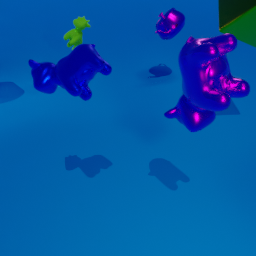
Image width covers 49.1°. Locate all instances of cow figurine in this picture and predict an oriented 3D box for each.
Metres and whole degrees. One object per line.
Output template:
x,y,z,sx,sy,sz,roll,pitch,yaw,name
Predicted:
-0.938,-0.910,4.309,1.101,1.119,0.614,45,10,19,cow figurine
-1.786,-3.392,10.027,0.596,1.086,1.068,40,80,8,cow figurine
1.049,-0.631,4.227,0.808,1.472,1.449,-29,19,-22,cow figurine

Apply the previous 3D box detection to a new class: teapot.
1.520,-3.956,10.634,1.190,0.937,1.914,-25,32,51,teapot

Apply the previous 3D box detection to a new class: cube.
3.155,-3.006,6.714,1.371,1.371,1.371,11,-17,-25,cube
